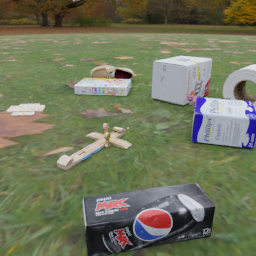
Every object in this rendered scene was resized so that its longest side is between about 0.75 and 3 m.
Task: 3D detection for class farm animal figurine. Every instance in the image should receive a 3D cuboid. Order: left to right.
[{"bbox_3d":[2.911,-0.734,10.006,1.490,0.749,1.203,10,6,30],"label":"farm animal figurine"}]

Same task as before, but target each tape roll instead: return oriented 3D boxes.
[{"bbox_3d":[4.488,-1.395,10.182,1.698,1.698,1.166,19,29,38],"label":"tape roll"}]

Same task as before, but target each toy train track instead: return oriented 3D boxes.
[{"bbox_3d":[-0.887,0.375,7.634,1.484,0.421,2.588,14,27,30],"label":"toy train track"}]

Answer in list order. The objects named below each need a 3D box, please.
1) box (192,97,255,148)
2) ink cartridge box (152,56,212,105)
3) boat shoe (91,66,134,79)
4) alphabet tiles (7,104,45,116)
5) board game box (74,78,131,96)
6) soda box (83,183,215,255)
[{"bbox_3d":[2.811,-0.221,8.296,1.710,0.897,1.573,6,24,14],"label":"box"},{"bbox_3d":[2.277,-2.075,11.866,1.612,1.619,2.229,19,29,38],"label":"ink cartridge box"},{"bbox_3d":[-0.793,-2.817,14.589,2.278,0.843,0.756,-3,15,-8],"label":"boat shoe"},{"bbox_3d":[-3.858,-0.723,10.644,1.311,0.096,1.282,-2,23,-3],"label":"alphabet tiles"},{"bbox_3d":[-1.122,-1.948,13.128,2.368,0.405,1.592,3,23,7],"label":"board game box"},{"bbox_3d":[0.324,1.486,4.670,2.092,0.662,0.740,-6,23,-12],"label":"soda box"}]
